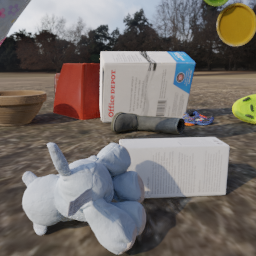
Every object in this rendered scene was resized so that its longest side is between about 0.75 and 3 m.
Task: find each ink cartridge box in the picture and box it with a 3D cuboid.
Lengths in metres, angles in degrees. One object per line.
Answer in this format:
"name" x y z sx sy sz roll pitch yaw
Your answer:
"ink cartridge box" 0.475 -1.274 8.611 2.677 1.955 1.129 -1 34 -10

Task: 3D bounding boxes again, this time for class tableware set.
"tableware set" 2.850 -2.313 5.822 1.908 2.832 0.435 -38 11 2

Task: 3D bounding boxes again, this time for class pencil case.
"pencil case" -1.721 -1.842 3.298 1.084 2.608 1.183 47 12 21

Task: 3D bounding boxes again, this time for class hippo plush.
"hippo plush" -0.514 0.787 2.797 1.051 1.041 1.307 -26 -13 26

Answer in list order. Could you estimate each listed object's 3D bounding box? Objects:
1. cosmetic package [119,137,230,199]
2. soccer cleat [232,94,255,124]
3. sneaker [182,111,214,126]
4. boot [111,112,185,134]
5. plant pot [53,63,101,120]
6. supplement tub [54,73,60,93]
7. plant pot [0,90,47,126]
"cosmetic package" 0.594 0.528 3.833 1.409 0.715 0.502 -1 12 -6
"soccer cleat" 4.513 -0.537 8.825 2.978 0.963 1.246 -7 -13 -15
"sneaker" 2.066 -0.289 8.256 1.015 0.398 0.382 -3 14 -14
"boot" 0.534 -0.074 7.211 1.568 0.569 1.425 15 20 29
"plant pot" -1.375 -1.427 10.155 2.056 1.812 2.054 -11 17 -41
"supplement tub" -2.073 -1.896 13.208 2.631 1.407 1.407 -2 13 -9
"plant pot" -3.488 -0.607 8.459 2.025 0.935 2.025 0 13 0
